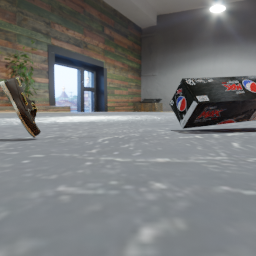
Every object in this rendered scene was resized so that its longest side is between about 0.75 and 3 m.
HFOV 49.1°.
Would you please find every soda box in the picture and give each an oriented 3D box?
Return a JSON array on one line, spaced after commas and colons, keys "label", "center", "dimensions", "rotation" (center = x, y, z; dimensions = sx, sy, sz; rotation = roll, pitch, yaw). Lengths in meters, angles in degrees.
[{"label": "soda box", "center": [2.654, -0.734, 7.549], "dimensions": [2.883, 0.913, 1.020], "rotation": [-6, -38, -22]}]

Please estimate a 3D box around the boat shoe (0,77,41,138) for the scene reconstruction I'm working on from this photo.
[{"label": "boat shoe", "center": [-1.959, -0.424, 5.298], "dimensions": [0.401, 1.331, 0.474], "rotation": [-30, -16, -18]}]
